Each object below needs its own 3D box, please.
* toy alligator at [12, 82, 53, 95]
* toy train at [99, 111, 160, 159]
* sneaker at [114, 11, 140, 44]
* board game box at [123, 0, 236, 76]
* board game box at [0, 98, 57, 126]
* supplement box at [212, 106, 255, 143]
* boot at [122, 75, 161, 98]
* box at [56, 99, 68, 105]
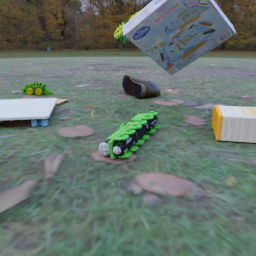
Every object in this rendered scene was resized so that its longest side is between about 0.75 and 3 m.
[{"bbox_3d":[-4.982,-2.064,14.438,2.285,0.620,0.678,4,18,12],"label":"toy alligator"},{"bbox_3d":[0.116,0.112,7.640,0.833,0.617,2.956,-3,15,25],"label":"toy train"},{"bbox_3d":[0.386,-4.157,11.599,2.109,0.781,0.881,-14,-34,40],"label":"sneaker"},{"bbox_3d":[1.861,-3.555,10.162,2.947,0.606,2.940,-30,-41,32],"label":"board game box"},{"bbox_3d":[-4.189,-0.574,10.094,2.972,0.384,2.972,-3,18,-8],"label":"board game box"},{"bbox_3d":[3.535,-0.108,7.972,2.059,0.757,1.298,3,18,11],"label":"supplement box"},{"bbox_3d":[0.610,-2.057,14.283,1.211,0.933,2.498,3,24,-27],"label":"boot"},{"bbox_3d":[-3.335,-1.167,12.444,1.079,0.115,0.882,4,18,15],"label":"box"}]
